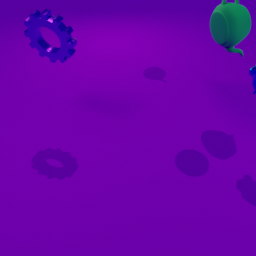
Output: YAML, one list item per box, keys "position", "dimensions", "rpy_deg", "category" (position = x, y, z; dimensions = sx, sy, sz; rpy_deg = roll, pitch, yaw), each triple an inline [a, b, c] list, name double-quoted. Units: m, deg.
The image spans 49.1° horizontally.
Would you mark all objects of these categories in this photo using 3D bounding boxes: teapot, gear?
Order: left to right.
- position: [-1.627, -1.894, 5.873]
  dimensions: [1.128, 1.128, 0.209]
  rpy_deg: [14, 51, 16]
  category: "gear"
- position: [2.397, -2.326, 6.414]
  dimensions: [0.773, 1.579, 0.982]
  rpy_deg: [-19, 28, -8]
  category: "teapot"

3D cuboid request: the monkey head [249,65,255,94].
- position: [2.734, -1.010, 5.337]
  dimensions: [0.745, 1.035, 0.624]
  rpy_deg: [-31, 90, -15]
  category: "monkey head"
